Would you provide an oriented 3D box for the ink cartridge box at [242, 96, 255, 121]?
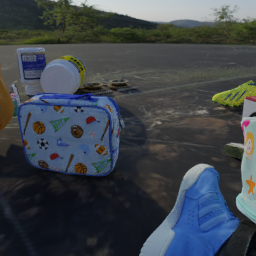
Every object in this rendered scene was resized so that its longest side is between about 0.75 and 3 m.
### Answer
[{"bbox_3d":[4.578,-0.362,7.673,2.210,0.916,1.622,-7,20,-16],"label":"ink cartridge box"}]

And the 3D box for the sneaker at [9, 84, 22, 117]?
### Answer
[{"bbox_3d":[-3.479,-0.750,8.068,0.746,0.517,1.236,-15,51,-18],"label":"sneaker"}]

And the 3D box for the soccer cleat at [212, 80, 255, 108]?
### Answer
[{"bbox_3d":[4.108,-1.259,10.111,2.232,0.934,0.722,-3,20,-9],"label":"soccer cleat"}]

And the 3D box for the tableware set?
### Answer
[{"bbox_3d":[-0.979,-2.052,12.912,2.443,0.490,1.615,-13,24,-31],"label":"tableware set"}]

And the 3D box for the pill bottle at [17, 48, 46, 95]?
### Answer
[{"bbox_3d":[-3.999,-2.397,11.843,1.121,1.872,1.121,0,20,0],"label":"pill bottle"}]

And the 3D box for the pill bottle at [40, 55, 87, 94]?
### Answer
[{"bbox_3d":[-2.660,-2.172,11.754,1.528,1.528,2.674,0,20,0],"label":"pill bottle"}]

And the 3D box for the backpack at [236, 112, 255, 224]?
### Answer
[{"bbox_3d":[2.650,0.640,2.715,2.999,2.258,2.662,8,2,1],"label":"backpack"}]

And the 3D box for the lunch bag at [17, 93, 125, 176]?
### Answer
[{"bbox_3d":[-1.082,0.069,5.499,2.025,1.623,0.765,3,21,11],"label":"lunch bag"}]

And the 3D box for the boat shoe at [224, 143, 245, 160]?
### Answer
[{"bbox_3d":[2.574,0.537,6.024,0.356,0.389,1.040,-15,23,-21],"label":"boat shoe"}]

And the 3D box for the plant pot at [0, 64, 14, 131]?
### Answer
[{"bbox_3d":[-3.773,-0.838,6.485,2.236,2.047,2.236,-3,62,6],"label":"plant pot"}]

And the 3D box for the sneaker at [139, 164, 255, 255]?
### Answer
[{"bbox_3d":[1.136,1.235,3.415,1.250,0.863,2.247,9,23,28],"label":"sneaker"}]
